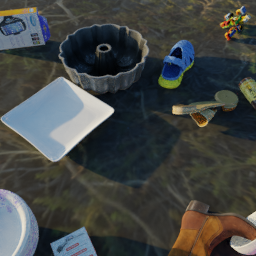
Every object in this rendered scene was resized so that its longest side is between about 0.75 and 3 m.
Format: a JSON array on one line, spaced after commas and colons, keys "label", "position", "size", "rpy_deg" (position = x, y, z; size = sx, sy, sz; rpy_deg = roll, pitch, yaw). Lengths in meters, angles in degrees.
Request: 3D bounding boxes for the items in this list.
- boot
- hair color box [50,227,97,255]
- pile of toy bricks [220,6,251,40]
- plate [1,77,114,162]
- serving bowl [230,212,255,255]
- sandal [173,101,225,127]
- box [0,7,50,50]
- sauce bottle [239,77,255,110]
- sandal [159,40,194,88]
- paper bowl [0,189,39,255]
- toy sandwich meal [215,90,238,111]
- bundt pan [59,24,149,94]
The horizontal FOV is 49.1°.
[{"label": "boot", "position": [1.793, 2.594, 5.957], "size": [1.685, 0.613, 1.790], "rpy_deg": [20, 54, 18]}, {"label": "hair color box", "position": [-0.965, 2.923, 5.817], "size": [0.797, 0.459, 1.437], "rpy_deg": [-23, 56, -17]}, {"label": "pile of toy bricks", "position": [4.241, -4.350, 11.602], "size": [1.617, 0.897, 0.798], "rpy_deg": [-48, 26, -20]}, {"label": "plate", "position": [-2.071, -0.310, 8.462], "size": [2.465, 0.398, 2.460], "rpy_deg": [32, 57, 23]}, {"label": "serving bowl", "position": [2.798, 2.237, 5.940], "size": [1.262, 1.262, 0.415], "rpy_deg": [-38, 79, -26]}, {"label": "sandal", "position": [2.070, -0.370, 8.220], "size": [2.123, 0.698, 0.778], "rpy_deg": [-9, 14, -40]}, {"label": "box", "position": [-4.175, -3.745, 10.621], "size": [2.282, 1.359, 0.473], "rpy_deg": [-11, 51, -9]}, {"label": "sauce bottle", "position": [4.132, -0.922, 8.884], "size": [0.537, 0.537, 1.628], "rpy_deg": [-13, 52, -11]}, {"label": "sandal", "position": [1.789, -2.441, 9.799], "size": [0.939, 1.028, 2.362], "rpy_deg": [15, 51, 14]}, {"label": "paper bowl", "position": [-2.891, 2.372, 5.893], "size": [1.952, 1.015, 1.952], "rpy_deg": [0, 51, 0]}, {"label": "toy sandwich meal", "position": [3.177, -0.892, 9.034], "size": [0.814, 0.279, 0.814], "rpy_deg": [0, 48, 0]}, {"label": "bundt pan", "position": [-0.777, -2.275, 9.591], "size": [2.985, 1.120, 2.985], "rpy_deg": [0, 50, 0]}]
